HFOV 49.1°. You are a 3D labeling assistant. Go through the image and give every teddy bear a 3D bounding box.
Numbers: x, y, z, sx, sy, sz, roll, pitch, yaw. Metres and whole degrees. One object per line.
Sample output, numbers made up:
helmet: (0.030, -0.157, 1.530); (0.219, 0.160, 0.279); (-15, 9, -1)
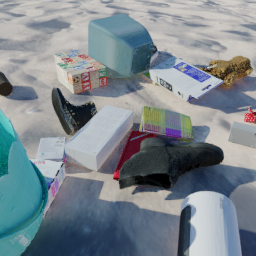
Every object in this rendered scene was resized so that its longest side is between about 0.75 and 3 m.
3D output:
teddy bear: (3.879, -2.258, 11.757); (2.571, 0.858, 1.864); (-27, 34, -23)

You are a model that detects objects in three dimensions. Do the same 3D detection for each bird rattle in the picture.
bird rattle: (4.462, -0.368, 9.196); (1.159, 0.653, 0.945); (7, 21, 34)

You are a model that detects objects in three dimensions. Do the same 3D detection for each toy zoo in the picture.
toy zoo: (1.530, -2.279, 12.192); (1.553, 0.159, 1.019); (-19, 38, -25)

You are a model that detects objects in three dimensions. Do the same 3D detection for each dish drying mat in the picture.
dish drying mat: (0.237, 0.715, 7.703); (0.806, 0.191, 2.098); (9, 34, 10)

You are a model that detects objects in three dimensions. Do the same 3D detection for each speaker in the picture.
speaker: (1.307, 2.347, 4.472); (1.090, 1.090, 2.683); (7, 35, 10)

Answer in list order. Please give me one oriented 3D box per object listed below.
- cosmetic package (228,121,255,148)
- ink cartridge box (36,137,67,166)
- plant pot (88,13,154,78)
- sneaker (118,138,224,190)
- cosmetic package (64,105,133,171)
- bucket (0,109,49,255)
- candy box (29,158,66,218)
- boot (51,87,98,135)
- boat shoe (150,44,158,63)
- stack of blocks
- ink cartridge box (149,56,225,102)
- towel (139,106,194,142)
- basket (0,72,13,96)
cosmetic package: (3.478, 0.211, 8.164); (0.990, 0.529, 0.446); (12, 35, 20)
ink cartridge box: (-2.038, 0.608, 7.614); (0.699, 0.391, 1.025); (-2, 40, -5)
plant pot: (-0.183, -3.407, 12.239); (2.264, 2.222, 2.216); (35, 46, 29)
sneaker: (1.105, 0.973, 6.858); (2.576, 0.774, 1.344); (7, 45, 1)
cosmetic package: (-0.742, 0.197, 8.102); (0.981, 0.602, 2.376); (14, 36, 20)
bucket: (-2.990, 1.146, 4.950); (2.982, 1.940, 2.982); (-4, 49, 5)
candy box: (-2.234, 1.326, 6.525); (1.139, 0.486, 1.358); (6, 35, 9)
boot: (-1.674, -0.641, 8.885); (1.166, 0.567, 1.549); (-19, 78, -33)
boat shoe: (1.079, -3.954, 14.115); (0.831, 0.818, 2.305); (6, 34, 9)
stack of blocks: (-2.230, -2.479, 11.934); (1.543, 0.785, 2.679); (-20, 39, -28)
ink cartridge box: (2.187, -1.836, 10.788); (1.377, 0.543, 2.769); (-31, 45, -17)
towel: (1.162, -0.145, 8.556); (1.623, 0.185, 1.166); (10, 45, -5)
basket: (-5.000, -1.702, 10.904); (0.945, 0.713, 1.048); (-29, 47, -36)
